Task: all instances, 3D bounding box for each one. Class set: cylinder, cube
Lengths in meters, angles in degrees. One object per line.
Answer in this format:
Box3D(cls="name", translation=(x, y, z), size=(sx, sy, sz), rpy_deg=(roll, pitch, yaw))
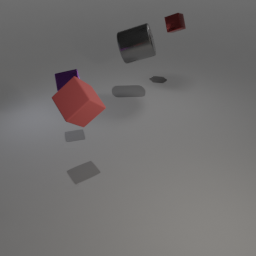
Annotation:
Box3D(cls="cylinder", translation=(0.385, -3.667, 12.215), size=(1.400, 1.400, 1.400), rpy_deg=(-13, 28, 13))
Box3D(cls="cube", translation=(-1.047, -0.541, 6.011), size=(0.700, 0.700, 0.700), rpy_deg=(55, 13, 22))
Box3D(cls="cube", translation=(-1.790, -1.265, 8.604), size=(0.700, 0.700, 0.700), rpy_deg=(-14, 60, -6))
Box3D(cls="cube", translation=(2.203, -4.897, 13.073), size=(0.700, 0.700, 0.700), rpy_deg=(-7, 12, 32))
